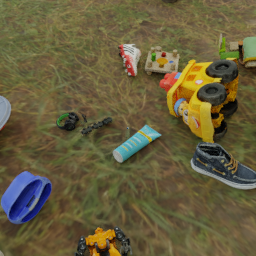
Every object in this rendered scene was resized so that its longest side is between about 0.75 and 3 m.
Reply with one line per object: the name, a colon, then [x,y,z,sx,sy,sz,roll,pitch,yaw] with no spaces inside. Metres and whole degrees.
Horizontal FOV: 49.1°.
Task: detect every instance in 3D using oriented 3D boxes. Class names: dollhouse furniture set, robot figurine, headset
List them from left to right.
headset: [-1.750,-0.258,8.655,1.045,0.491,0.645,3,48,18]
robot figurine: [-0.433,2.895,5.803,1.214,0.488,1.675,-12,50,-11]
dollhouse furniture set: [4.288,-2.878,10.091,1.897,0.952,1.243,0,75,15]

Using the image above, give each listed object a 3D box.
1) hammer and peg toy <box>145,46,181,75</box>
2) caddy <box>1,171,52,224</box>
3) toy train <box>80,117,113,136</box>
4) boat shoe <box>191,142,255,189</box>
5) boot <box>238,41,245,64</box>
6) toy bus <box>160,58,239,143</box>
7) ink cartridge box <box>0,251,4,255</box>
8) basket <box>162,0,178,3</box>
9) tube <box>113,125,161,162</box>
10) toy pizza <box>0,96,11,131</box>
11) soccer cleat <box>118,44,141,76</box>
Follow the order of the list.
hammer and peg toy: [1.384,-2.685,10.773,1.257,0.603,1.709,9,48,8]
caddy: [-2.343,1.632,6.556,0.644,0.868,1.227,28,82,35]
toy train: [-0.973,-0.058,8.492,1.234,0.283,0.210,-28,93,-40]
boat shoe: [2.597,0.978,7.296,1.847,0.839,0.654,16,50,14]
boot: [5.378,-2.705,10.524,2.068,1.022,2.664,-9,51,-6]
toy bus: [2.032,-0.994,8.683,2.414,1.706,2.515,13,51,29]
ink cartridge box: [-4.181,2.713,5.687,2.633,0.886,1.530,14,49,13]
basket: [2.220,-7.432,14.366,1.490,1.652,1.123,17,50,16]
tube: [0.247,0.434,8.156,0.601,0.391,1.552,39,53,23]
toy pizza: [-4.874,-0.043,8.324,2.904,0.460,2.904,-7,41,6]
soccer cleat: [0.171,-2.687,10.771,0.812,0.655,1.907,-13,44,-7]
